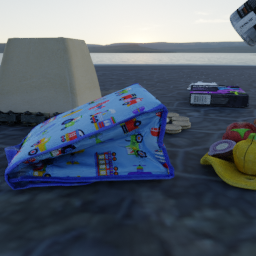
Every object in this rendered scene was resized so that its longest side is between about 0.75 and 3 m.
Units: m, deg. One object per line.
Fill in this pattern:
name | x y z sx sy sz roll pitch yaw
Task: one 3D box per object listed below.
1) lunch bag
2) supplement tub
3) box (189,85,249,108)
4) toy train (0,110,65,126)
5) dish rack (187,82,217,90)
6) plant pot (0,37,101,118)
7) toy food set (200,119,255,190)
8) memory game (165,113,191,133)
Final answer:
lunch bag | -0.789 0.168 4.795 2.609 1.227 1.964 -11 19 -6
supplement tub | 2.853 -2.394 5.597 1.411 0.864 0.864 -38 -11 38
box | 3.498 -1.339 11.153 2.035 0.514 2.847 3 15 12
toy train | -2.361 -0.235 7.387 2.479 0.423 0.568 3 3 12
dish rack | 3.960 -2.210 14.700 1.333 0.338 1.553 9 17 32
plant pot | -2.358 -1.592 8.695 2.606 2.307 2.603 4 16 10
toy food set | 2.208 0.208 4.917 1.456 0.808 2.475 9 18 31
memory game | 0.487 -0.176 7.582 2.422 0.154 2.422 1 16 0
